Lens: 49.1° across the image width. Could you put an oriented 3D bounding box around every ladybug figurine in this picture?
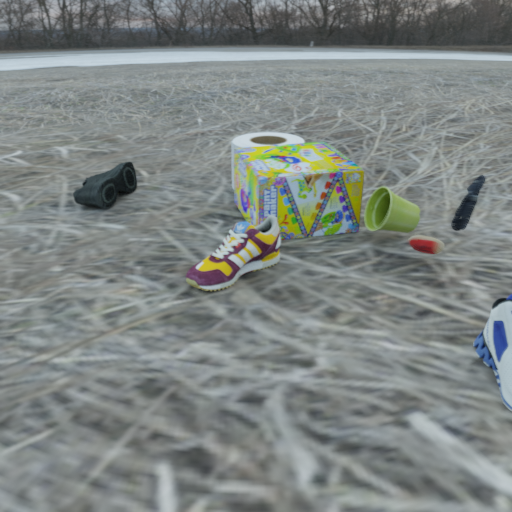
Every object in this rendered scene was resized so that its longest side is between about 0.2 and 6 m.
[{"bbox_3d":[2.925,-0.182,9.669,0.602,0.408,0.216,13,70,16],"label":"ladybug figurine"}]

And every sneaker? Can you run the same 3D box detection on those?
[{"bbox_3d":[-0.386,-0.105,9.407,0.744,0.894,1.985,22,33,38],"label":"sneaker"},{"bbox_3d":[3.250,1.076,6.687,0.781,1.117,1.934,-3,26,-5],"label":"sneaker"},{"bbox_3d":[-3.465,-1.687,12.957,0.926,0.774,2.040,1,23,18],"label":"sneaker"}]

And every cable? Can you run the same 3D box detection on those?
[{"bbox_3d":[3.849,-0.951,10.191,0.279,1.100,0.898,21,51,19],"label":"cable"}]

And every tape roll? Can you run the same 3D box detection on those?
[{"bbox_3d":[0.287,-2.203,13.456,1.731,1.188,1.731,1,26,0],"label":"tape roll"}]

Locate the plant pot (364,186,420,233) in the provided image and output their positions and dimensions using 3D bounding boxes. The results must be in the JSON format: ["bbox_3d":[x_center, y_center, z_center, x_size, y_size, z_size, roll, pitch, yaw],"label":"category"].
[{"bbox_3d":[2.614,-0.794,10.585,0.791,0.860,0.860,14,21,-21],"label":"plant pot"}]

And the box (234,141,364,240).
[{"bbox_3d":[0.785,-1.414,11.604,2.105,1.333,2.186,-6,27,-13],"label":"box"}]
